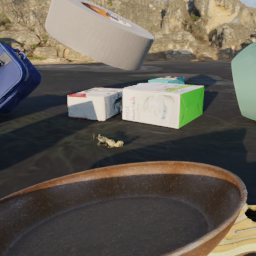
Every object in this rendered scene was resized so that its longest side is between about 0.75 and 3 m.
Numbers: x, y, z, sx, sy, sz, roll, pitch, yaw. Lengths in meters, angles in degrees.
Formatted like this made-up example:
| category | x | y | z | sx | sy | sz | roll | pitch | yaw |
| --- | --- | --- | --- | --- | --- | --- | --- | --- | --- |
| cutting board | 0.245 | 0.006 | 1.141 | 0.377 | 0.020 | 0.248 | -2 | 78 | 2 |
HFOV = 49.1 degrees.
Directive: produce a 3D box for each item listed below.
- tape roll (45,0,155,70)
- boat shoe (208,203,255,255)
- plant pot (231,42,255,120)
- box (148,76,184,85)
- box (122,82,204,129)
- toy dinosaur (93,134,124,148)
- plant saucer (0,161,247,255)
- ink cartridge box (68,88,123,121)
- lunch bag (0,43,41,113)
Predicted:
| category | x | y | z | sx | sy | sz | roll | pitch | yaw |
| --- | --- | --- | --- | --- | --- | --- | --- | --- | --- |
| tape roll | -0.564 | -2.031 | 5.844 | 2.188 | 0.723 | 2.188 | 23 | 24 | -11 |
| boat shoe | 1.068 | 0.942 | 2.857 | 1.557 | 0.593 | 0.558 | -1 | 16 | -5 |
| plant pot | 4.038 | -1.323 | 7.562 | 2.111 | 2.630 | 2.630 | -10 | 10 | 27 |
| box | 1.965 | -2.185 | 13.997 | 0.995 | 0.595 | 2.419 | 9 | 18 | 28 |
| box | 1.077 | -0.790 | 8.309 | 1.773 | 0.971 | 2.009 | 9 | 18 | 30 |
| toy dinosaur | -0.508 | 0.273 | 5.958 | 0.427 | 0.230 | 0.970 | 6 | 8 | -40 |
| plant saucer | -0.222 | 0.850 | 2.662 | 2.572 | 0.470 | 2.572 | -10 | 5 | 1 |
| ink cartridge box | -0.904 | -0.807 | 8.849 | 1.256 | 0.709 | 1.711 | 5 | 17 | 21 |
| lunch bag | -3.634 | -1.409 | 7.967 | 2.101 | 1.427 | 1.390 | -42 | -2 | 11 |
